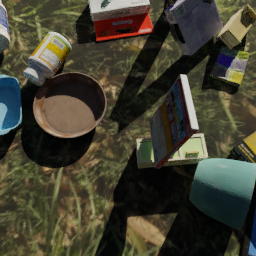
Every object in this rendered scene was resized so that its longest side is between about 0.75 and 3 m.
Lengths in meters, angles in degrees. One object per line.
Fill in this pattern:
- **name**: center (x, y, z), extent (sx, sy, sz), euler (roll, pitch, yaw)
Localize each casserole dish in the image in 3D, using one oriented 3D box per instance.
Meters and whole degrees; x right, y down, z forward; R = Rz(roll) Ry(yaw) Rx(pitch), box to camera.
- **casserole dish**: center (-5.073, -0.885, 11.325), extent (1.625, 0.520, 2.682), euler (-10, 69, -4)

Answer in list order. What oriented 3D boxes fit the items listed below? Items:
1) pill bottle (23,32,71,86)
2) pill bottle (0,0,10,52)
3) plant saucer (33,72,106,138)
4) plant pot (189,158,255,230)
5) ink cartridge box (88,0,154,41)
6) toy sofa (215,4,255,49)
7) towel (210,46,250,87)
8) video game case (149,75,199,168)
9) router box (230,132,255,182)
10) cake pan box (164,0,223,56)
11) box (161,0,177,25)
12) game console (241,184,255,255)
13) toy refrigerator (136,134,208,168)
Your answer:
- **pill bottle**: center (-3.399, -2.849, 11.723), extent (1.176, 1.176, 2.117), euler (26, 72, 10)
- **pill bottle**: center (-6.038, -4.709, 12.316), extent (1.399, 1.399, 2.521), euler (-13, 70, -5)
- **plant saucer**: center (-2.316, -0.894, 11.342), extent (2.905, 0.500, 2.905), euler (0, 69, -1)
- **plant pot**: center (3.090, 2.022, 9.395), extent (1.774, 2.211, 2.211), euler (15, 69, 19)
- **ink cartridge box**: center (-0.343, -5.378, 13.017), extent (2.775, 0.604, 2.409), euler (-10, 68, -4)
- **toy sofa**: center (4.885, -4.475, 12.576), extent (0.828, 0.975, 1.998), euler (43, 68, -9)
- **towel**: center (4.462, -2.723, 12.194), extent (1.326, 0.210, 1.846), euler (22, 71, 9)
- **video game case**: center (1.329, -0.105, 8.933), extent (0.234, 2.685, 1.919), euler (5, 58, -16)
- **router box**: center (5.458, 1.254, 10.259), extent (2.066, 0.686, 2.628), euler (-31, 66, -12)
- **cake pan box**: center (2.854, -4.607, 11.971), extent (2.362, 2.175, 0.618), euler (-42, 31, -13)
- **box**: center (2.293, -6.386, 12.561), extent (0.587, 2.161, 2.697), euler (19, 71, 8)
- **game console**: center (5.465, 3.408, 9.037), extent (1.780, 2.585, 2.999), euler (27, 68, -18)
- **toy refrigerator**: center (1.581, 0.854, 10.456), extent (2.505, 0.876, 0.951), euler (-4, 69, -2)
